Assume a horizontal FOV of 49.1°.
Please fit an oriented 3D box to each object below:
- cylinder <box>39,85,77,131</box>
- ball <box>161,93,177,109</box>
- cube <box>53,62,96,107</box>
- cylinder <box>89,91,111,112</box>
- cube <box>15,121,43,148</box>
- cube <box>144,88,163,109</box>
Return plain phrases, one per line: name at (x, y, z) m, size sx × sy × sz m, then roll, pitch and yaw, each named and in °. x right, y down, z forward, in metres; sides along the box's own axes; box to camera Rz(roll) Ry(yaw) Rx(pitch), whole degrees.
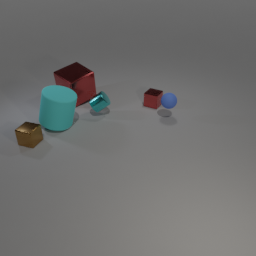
cylinder at (-2.903, -0.832, 11.568) m, size 1.400 × 1.400 × 1.400 m, roll 13°, pitch 32°, yaw -8°
ball at (1.777, -1.179, 12.143) m, size 0.700 × 0.700 × 0.700 m, roll 0°, pitch 32°, yaw 0°
cube at (-2.542, -2.122, 13.581) m, size 1.400 × 1.400 × 1.400 m, roll -34°, pitch 52°, yaw -30°
cylinder at (-1.254, -1.167, 12.473) m, size 0.700 × 0.700 × 0.700 m, roll -31°, pitch 27°, yaw 18°
cube at (-3.796, 0.258, 10.786) m, size 0.700 × 0.700 × 0.700 m, roll 11°, pitch 34°, yaw 16°
cube at (1.213, -1.417, 13.442) m, size 0.700 × 0.700 × 0.700 m, roll 17°, pitch 36°, yaw 25°
